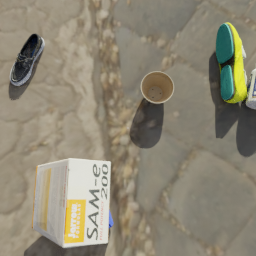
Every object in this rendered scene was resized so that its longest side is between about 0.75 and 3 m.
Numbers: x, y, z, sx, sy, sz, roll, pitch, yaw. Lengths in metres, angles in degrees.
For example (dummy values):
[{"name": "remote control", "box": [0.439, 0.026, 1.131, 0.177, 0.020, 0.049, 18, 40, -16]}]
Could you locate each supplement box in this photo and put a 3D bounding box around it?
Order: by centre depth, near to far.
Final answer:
[{"name": "supplement box", "box": [-1.114, 1.292, 5.132, 0.763, 2.075, 1.308, 8, 77, -30]}]

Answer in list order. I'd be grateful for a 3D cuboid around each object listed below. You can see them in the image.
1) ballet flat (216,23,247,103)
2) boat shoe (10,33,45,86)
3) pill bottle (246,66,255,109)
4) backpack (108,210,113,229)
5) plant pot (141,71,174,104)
[{"name": "ballet flat", "box": [2.683, -1.628, 7.134, 0.688, 0.686, 2.052, 2, 82, -22]}, {"name": "boat shoe", "box": [-2.620, -1.785, 7.176, 0.506, 0.480, 1.448, 29, 81, 5]}, {"name": "pill bottle", "box": [3.366, -1.092, 6.962, 0.657, 0.657, 1.184, 14, 80, 2]}, {"name": "backpack", "box": [-0.974, 1.993, 6.310, 1.045, 0.877, 0.850, -19, 73, 0]}, {"name": "plant pot", "box": [0.703, -0.938, 6.995, 0.801, 0.538, 0.801, 0, 80, -1]}]
